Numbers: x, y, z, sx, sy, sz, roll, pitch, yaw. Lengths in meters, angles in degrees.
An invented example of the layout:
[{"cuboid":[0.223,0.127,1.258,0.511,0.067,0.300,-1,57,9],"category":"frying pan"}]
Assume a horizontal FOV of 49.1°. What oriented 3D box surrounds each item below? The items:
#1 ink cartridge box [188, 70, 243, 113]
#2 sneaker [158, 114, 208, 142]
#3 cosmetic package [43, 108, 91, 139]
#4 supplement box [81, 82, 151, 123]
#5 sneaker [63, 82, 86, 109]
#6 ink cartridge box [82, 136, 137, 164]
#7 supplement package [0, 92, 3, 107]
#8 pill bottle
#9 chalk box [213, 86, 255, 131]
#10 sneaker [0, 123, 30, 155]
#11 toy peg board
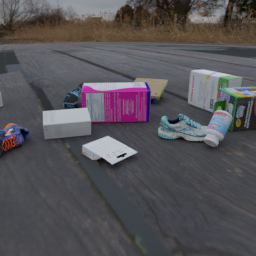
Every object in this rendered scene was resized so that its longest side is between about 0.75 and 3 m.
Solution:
[{"cuboid":[4.146,-1.775,13.600,1.020,1.758,2.428,-11,24,-28],"category":"ink cartridge box"},{"cuboid":[2.189,-0.038,10.474,2.082,0.899,0.808,1,22,3],"category":"sneaker"},{"cuboid":[-2.353,-0.193,10.820,1.757,0.745,0.946,-4,38,-13],"category":"cosmetic package"},{"cuboid":[-0.542,-1.166,12.471,2.921,1.510,1.478,0,23,-3],"category":"supplement box"},{"cuboid":[-2.643,-1.701,14.417,1.153,1.031,2.816,-2,22,-4],"category":"sneaker"},{"cuboid":[-0.607,0.810,9.256,1.465,0.367,1.188,28,34,36],"category":"ink cartridge box"},{"cuboid":[-7.065,-1.339,13.855,0.742,0.771,1.355,15,26,30],"category":"supplement package"},{"cuboid":[3.165,0.025,9.930,0.658,0.658,1.210,18,70,37],"category":"pill bottle"},{"cuboid":[4.588,-0.828,11.661,2.372,1.481,1.470,-3,22,-10],"category":"chalk box"},{"cuboid":[-4.084,0.372,9.717,0.814,0.781,2.074,6,24,3],"category":"sneaker"},{"cuboid":[1.091,-1.898,15.435,1.862,0.911,1.854,7,39,21],"category":"toy peg board"}]
